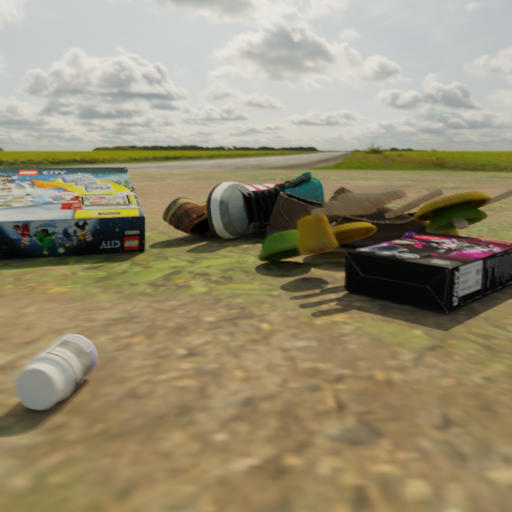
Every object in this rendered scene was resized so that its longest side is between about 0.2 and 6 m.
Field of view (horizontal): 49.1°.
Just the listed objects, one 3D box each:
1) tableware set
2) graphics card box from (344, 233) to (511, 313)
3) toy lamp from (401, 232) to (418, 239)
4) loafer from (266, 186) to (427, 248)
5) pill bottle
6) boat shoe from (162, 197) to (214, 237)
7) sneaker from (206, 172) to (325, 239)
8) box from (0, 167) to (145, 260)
[{"bbox_3d":[2.220,-0.366,9.637,4.136,0.635,2.786,-5,-12,-32],"label":"tableware set"},{"bbox_3d":[2.581,0.149,7.955,2.487,0.633,1.560,-12,17,-43],"label":"graphics card box"},{"bbox_3d":[2.512,-0.109,9.708,0.419,0.419,1.438,6,18,28],"label":"toy lamp"},{"bbox_3d":[1.849,-0.815,11.428,3.336,1.184,1.218,2,11,8],"label":"loafer"},{"bbox_3d":[-1.605,0.930,4.516,0.404,0.404,0.711,1,11,7],"label":"pill bottle"},{"bbox_3d":[-1.078,-0.759,12.597,0.790,0.842,2.340,43,23,23],"label":"boat shoe"},{"bbox_3d":[0.475,-1.073,12.474,2.081,1.441,3.447,-6,7,24],"label":"sneaker"},{"bbox_3d":[-4.494,-0.916,11.013,4.235,0.798,2.893,-3,27,-18],"label":"box"}]
